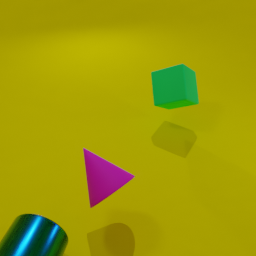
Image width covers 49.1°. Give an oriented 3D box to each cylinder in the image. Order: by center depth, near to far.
[{"bbox_3d":[-1.722,2.232,4.798,1.079,1.079,1.079,8,38,10],"label":"cylinder"}]

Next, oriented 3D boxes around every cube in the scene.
[{"bbox_3d":[1.342,-1.129,7.956,0.986,0.986,0.986,-9,-8,32],"label":"cube"}]

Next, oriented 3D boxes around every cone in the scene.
[{"bbox_3d":[-0.575,0.805,5.386,1.021,1.021,1.025,-31,82,-33],"label":"cone"}]
